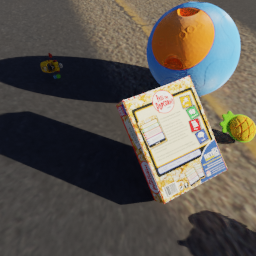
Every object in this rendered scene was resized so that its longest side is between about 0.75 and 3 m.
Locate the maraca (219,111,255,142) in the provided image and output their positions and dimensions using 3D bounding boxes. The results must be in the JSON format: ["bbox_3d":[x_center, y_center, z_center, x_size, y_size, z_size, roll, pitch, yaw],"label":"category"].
[{"bbox_3d":[3.002,-0.034,7.640,1.094,0.585,0.750,22,77,-10],"label":"maraca"}]

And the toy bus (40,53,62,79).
[{"bbox_3d":[-2.746,-2.145,9.871,0.437,0.845,0.798,-29,75,-32],"label":"toy bus"}]

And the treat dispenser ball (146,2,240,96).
[{"bbox_3d":[2.007,-2.412,8.796,2.850,2.850,2.850,0,42,0],"label":"treat dispenser ball"}]

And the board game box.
[{"bbox_3d":[1.027,0.225,6.438,1.813,0.554,2.393,-22,91,-19],"label":"board game box"}]
